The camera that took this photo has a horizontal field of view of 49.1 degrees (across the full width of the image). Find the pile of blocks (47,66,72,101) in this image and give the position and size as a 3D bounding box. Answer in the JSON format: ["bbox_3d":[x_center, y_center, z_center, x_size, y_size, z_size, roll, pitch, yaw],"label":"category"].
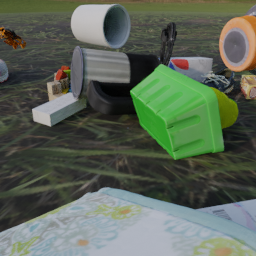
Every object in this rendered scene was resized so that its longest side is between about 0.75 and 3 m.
[{"bbox_3d":[-1.961,-1.575,9.268,1.098,0.831,2.676,-2,27,-4],"label":"pile of blocks"}]

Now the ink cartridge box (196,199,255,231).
[{"bbox_3d":[1.516,1.493,3.296,1.599,0.685,1.180,-4,27,-12],"label":"ink cartridge box"}]

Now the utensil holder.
[{"bbox_3d":[-0.800,-2.929,8.012,1.349,1.147,1.147,19,32,36],"label":"utensil holder"}]

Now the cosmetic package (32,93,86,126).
[{"bbox_3d":[-1.835,-0.539,7.697,0.617,0.379,1.496,14,30,26],"label":"cosmetic package"}]

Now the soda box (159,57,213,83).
[{"bbox_3d":[1.601,-2.041,9.919,2.681,0.851,0.915,-6,20,-18],"label":"soda box"}]

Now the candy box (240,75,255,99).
[{"bbox_3d":[4.701,-1.299,9.056,1.851,0.512,1.068,5,28,8],"label":"candy box"}]

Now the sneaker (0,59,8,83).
[{"bbox_3d":[-5.199,-2.133,9.921,1.137,1.233,2.794,1,27,2],"label":"sneaker"}]

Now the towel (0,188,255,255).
[{"bbox_3d":[-0.525,1.391,2.390,2.520,0.709,2.944,-18,7,-31],"label":"towel"}]

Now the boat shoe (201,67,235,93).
[{"bbox_3d":[2.803,-1.392,8.960,0.935,0.772,2.497,22,34,37],"label":"boat shoe"}]

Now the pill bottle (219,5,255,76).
[{"bbox_3d":[2.557,-1.438,4.398,2.180,1.158,1.158,-14,29,-17],"label":"pill bottle"}]

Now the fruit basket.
[{"bbox_3d":[1.520,-0.489,6.408,2.446,1.764,2.446,-14,32,9],"label":"fruit basket"}]

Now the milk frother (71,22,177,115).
[{"bbox_3d":[-0.130,-1.750,7.473,2.319,2.466,2.225,-1,30,-24],"label":"milk frother"}]

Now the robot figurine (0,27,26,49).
[{"bbox_3d":[-3.613,-2.751,8.560,0.686,0.275,0.946,1,-13,24],"label":"robot figurine"}]
